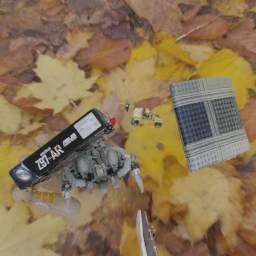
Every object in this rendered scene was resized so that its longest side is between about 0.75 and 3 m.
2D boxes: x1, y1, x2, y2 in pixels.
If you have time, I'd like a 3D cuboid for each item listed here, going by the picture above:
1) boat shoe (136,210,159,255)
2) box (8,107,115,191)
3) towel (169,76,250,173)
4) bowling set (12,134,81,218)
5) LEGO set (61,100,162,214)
[{"bbox_3d":[0.371,2.092,5.401,0.325,0.393,1.093,0,41,-8],"label":"boat shoe"},{"bbox_3d":[-0.806,0.274,3.796,1.304,1.045,0.284,-37,86,1],"label":"box"},{"bbox_3d":[1.765,-0.156,6.013,1.931,0.333,1.859,-11,85,-33],"label":"towel"},{"bbox_3d":[-1.448,0.526,5.415,1.179,2.196,1.528,26,90,-30],"label":"bowling set"},{"bbox_3d":[-0.322,0.324,4.575,1.461,0.638,2.250,14,60,10],"label":"LEGO set"}]
